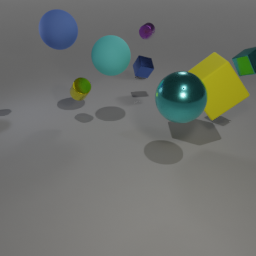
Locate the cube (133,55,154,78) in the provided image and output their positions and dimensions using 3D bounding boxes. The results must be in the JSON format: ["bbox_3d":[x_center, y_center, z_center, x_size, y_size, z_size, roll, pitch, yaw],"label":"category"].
[{"bbox_3d":[0.723,-2.884,13.245,0.700,0.700,0.700,6,56,-26],"label":"cube"}]

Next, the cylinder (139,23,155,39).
[{"bbox_3d":[0.993,-5.034,14.505,0.700,0.700,0.700,9,33,16],"label":"cylinder"}]

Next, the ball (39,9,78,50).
[{"bbox_3d":[-2.543,-3.596,10.272,1.400,1.400,1.400,0,29,0],"label":"ball"}]

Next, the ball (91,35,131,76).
[{"bbox_3d":[-0.606,-2.572,9.984,1.400,1.400,1.400,0,29,0],"label":"ball"}]

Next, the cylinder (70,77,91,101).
[{"bbox_3d":[-1.842,-1.498,10.836,0.700,0.700,0.700,-15,-9,-26],"label":"cylinder"}]

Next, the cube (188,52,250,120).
[{"bbox_3d":[2.813,-1.393,9.228,1.400,1.400,1.400,-36,22,16],"label":"cube"}]

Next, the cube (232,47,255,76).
[{"bbox_3d":[4.118,-2.254,9.486,0.700,0.700,0.700,-36,18,-18],"label":"cube"}]

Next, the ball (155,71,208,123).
[{"bbox_3d":[1.431,-0.824,7.570,1.400,1.400,1.400,0,29,0],"label":"ball"}]
